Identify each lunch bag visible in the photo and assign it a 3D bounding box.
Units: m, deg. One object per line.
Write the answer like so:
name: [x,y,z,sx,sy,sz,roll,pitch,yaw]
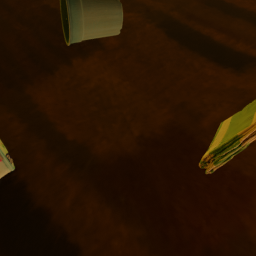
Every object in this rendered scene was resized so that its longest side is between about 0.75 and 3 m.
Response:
lunch bag: [-2.760,0.312,5.404,0.550,1.144,1.426,-32,34,-22]

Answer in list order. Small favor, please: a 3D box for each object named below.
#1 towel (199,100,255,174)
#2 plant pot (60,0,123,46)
towel: [2.623,-0.448,5.323,0.335,2.868,2.188,43,39,5]
plant pot: [-1.122,-3.464,8.569,1.662,1.696,1.696,-10,50,-17]
